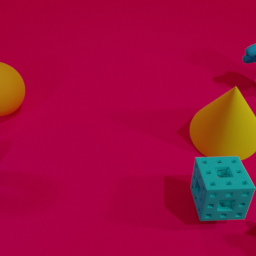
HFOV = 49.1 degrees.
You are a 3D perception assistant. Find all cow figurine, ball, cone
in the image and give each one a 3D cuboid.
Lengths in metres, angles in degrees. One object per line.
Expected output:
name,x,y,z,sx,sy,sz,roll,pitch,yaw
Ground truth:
cow figurine,4.116,-1.724,7.313,1.673,0.933,1.700,-24,72,5
ball,-3.290,-0.963,6.991,1.351,1.351,1.351,0,47,0
cone,2.187,-0.351,6.025,1.641,1.647,1.641,-5,58,8

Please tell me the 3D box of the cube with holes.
cube with holes,1.676,1.097,5.130,0.810,0.810,0.810,-2,35,-1
